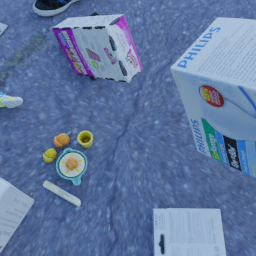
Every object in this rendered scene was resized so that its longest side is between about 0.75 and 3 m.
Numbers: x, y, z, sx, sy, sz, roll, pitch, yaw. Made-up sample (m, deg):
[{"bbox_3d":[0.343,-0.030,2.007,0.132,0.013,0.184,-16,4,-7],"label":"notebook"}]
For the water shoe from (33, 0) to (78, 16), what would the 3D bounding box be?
[{"bbox_3d":[-2.371,-5.142,10.324,2.697,1.064,0.964,-34,69,-15],"label":"water shoe"}]

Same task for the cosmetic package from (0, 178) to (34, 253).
[{"bbox_3d":[-3.783,2.047,6.385,1.894,1.905,2.277,26,68,11],"label":"cosmetic package"}]

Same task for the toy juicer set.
[{"bbox_3d":[-1.756,0.988,7.653,1.314,0.562,2.066,7,65,3],"label":"toy juicer set"}]

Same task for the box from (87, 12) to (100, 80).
[{"bbox_3d":[-1.123,-2.825,9.523,1.695,0.524,2.123,-35,69,-14],"label":"box"}]

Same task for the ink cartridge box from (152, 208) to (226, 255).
[{"bbox_3d":[1.469,2.861,6.860,1.746,0.378,1.714,0,64,2],"label":"ink cartridge box"}]

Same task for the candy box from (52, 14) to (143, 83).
[{"bbox_3d":[-0.753,-1.908,6.713,2.027,1.382,0.618,18,54,41],"label":"candy box"}]

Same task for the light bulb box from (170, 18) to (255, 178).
[{"bbox_3d":[2.655,-0.387,5.380,2.765,2.740,1.725,26,66,43],"label":"light bulb box"}]

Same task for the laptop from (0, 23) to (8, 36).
[{"bbox_3d":[-5.065,-3.573,9.795,1.079,0.668,1.152,22,66,10],"label":"laptop"}]

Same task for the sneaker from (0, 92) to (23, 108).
[{"bbox_3d":[-3.861,-0.932,8.642,1.188,0.450,0.624,-9,64,-3],"label":"sneaker"}]
